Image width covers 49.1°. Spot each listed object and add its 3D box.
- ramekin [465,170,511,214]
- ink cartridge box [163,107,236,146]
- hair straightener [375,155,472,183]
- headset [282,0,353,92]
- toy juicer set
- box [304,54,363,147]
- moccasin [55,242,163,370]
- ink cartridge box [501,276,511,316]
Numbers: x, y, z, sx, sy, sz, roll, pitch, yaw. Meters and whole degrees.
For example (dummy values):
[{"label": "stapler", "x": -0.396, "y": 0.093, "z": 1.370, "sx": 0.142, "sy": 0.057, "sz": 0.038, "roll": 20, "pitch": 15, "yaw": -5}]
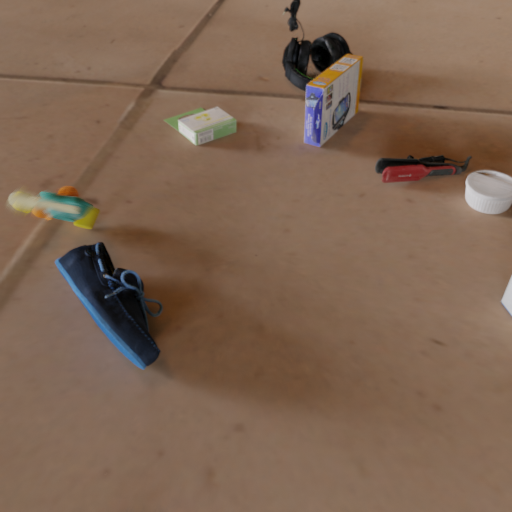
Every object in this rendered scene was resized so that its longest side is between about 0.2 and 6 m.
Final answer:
[{"label": "ramekin", "x": 4.393, "y": -1.177, "z": 10.524, "sx": 0.957, "sy": 0.446, "sz": 0.957, "roll": 0, "pitch": 41, "yaw": 0}, {"label": "ink cartridge box", "x": -1.318, "y": -3.122, "z": 12.873, "sx": 1.107, "sy": 0.365, "sz": 1.521, "roll": -26, "pitch": 49, "yaw": -26}, {"label": "hair straightener", "x": 3.385, "y": -1.918, "z": 11.395, "sx": 2.091, "sy": 0.428, "sz": 0.804, "roll": -9, "pitch": 42, "yaw": -11}, {"label": "headset", "x": 1.521, "y": -5.460, "z": 14.741, "sx": 1.887, "sy": 1.436, "sz": 3.056, "roll": -13, "pitch": 54, "yaw": -16}, {"label": "toy juicer set", "x": -3.315, "y": -0.912, "z": 9.076, "sx": 1.302, "sy": 0.557, "sz": 2.047, "roll": 13, "pitch": -5, "yaw": -8}, {"label": "box", "x": 1.663, "y": -3.420, "z": 12.415, "sx": 0.477, "sy": 1.370, "sz": 2.301, "roll": 22, "pitch": 45, "yaw": 26}, {"label": "moccasin", "x": -2.052, "y": 0.502, "z": 8.050, "sx": 0.907, "sy": 1.070, "sz": 2.659, "roll": -35, "pitch": 52, "yaw": -17}, {"label": "ink cartridge box", "x": 4.414, "y": 0.594, "z": 8.161, "sx": 1.150, "sy": 0.832, "sz": 0.847, "roll": -8, "pitch": 41, "yaw": -10}]
